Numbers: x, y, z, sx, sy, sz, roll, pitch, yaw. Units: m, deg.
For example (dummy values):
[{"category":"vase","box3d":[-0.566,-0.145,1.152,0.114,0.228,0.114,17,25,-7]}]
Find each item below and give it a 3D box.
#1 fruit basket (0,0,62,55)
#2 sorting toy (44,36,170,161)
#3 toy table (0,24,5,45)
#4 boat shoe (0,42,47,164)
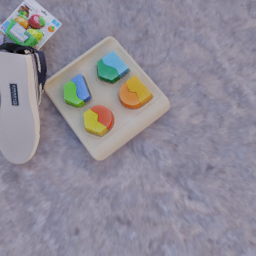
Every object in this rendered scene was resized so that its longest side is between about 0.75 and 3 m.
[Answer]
[{"category":"fruit basket","box3d":[-2.480,-2.609,7.130,1.085,0.549,1.171,40,86,-8]},{"category":"sorting toy","box3d":[-0.585,-0.846,7.159,2.383,0.470,2.575,-37,78,-5]},{"category":"toy table","box3d":[-3.626,-2.515,7.314,0.955,0.608,1.039,-13,91,-23]},{"category":"boat shoe","box3d":[-2.425,-0.615,6.777,1.043,1.296,2.795,10,109,4]}]
